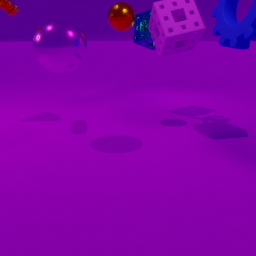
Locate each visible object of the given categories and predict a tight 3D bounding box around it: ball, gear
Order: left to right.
[{"bbox_3d":[-3.600,-3.726,7.602,0.262,1.419,1.419,-38,21,4],"label":"gear"},{"bbox_3d":[-1.627,-1.955,6.744,1.283,1.283,1.283,0,19,0],"label":"ball"},{"bbox_3d":[-0.198,-3.260,8.216,0.830,0.830,0.830,0,19,0],"label":"ball"},{"bbox_3d":[2.416,-2.606,5.777,0.346,1.873,1.873,4,17,-17],"label":"gear"}]

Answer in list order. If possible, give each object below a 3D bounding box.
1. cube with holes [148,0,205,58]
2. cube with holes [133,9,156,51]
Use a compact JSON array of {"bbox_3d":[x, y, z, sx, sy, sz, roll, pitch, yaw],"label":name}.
[{"bbox_3d":[1.274,-2.737,7.626,1.052,1.052,1.052,-15,-13,-7],"label":"cube with holes"},{"bbox_3d":[0.915,-3.382,9.694,1.002,1.002,1.002,7,-1,-40],"label":"cube with holes"}]
